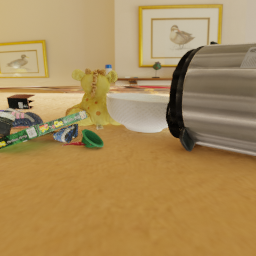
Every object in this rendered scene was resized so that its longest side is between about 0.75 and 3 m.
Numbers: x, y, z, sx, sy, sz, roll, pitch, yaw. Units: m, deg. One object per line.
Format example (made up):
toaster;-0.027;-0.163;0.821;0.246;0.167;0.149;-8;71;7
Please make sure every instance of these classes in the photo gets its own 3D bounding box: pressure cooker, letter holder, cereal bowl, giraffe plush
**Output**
pressure cooker;2.404;-0.777;6.809;2.958;2.642;2.601;10;18;40
letter holder;-5.741;-1.458;15.271;1.270;0.639;0.903;3;22;15
cereal bowl;0.557;-0.508;9.309;2.598;1.082;2.598;5;13;-1
giraffe plush;-1.277;-1.176;10.439;2.179;2.048;2.525;-5;12;-24

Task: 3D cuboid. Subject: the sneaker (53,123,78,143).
sneaker;-1.737;0.106;8.046;0.449;0.442;1.167;5;11;9

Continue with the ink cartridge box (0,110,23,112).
ink cartridge box;-5.397;-0.562;11.891;1.483;0.348;1.465;2;9;1

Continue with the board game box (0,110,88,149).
board game box;-2.308;0.013;7.765;1.448;0.324;2.764;-15;6;17

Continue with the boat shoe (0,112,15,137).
boat shoe;-4.239;-0.025;7.959;2.189;0.660;0.828;-6;-21;24

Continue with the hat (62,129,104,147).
hat;-1.104;0.457;7.224;0.762;0.670;0.631;45;19;19

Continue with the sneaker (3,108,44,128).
sneaker;-3.793;-0.205;9.756;1.785;0.626;0.732;9;40;25
